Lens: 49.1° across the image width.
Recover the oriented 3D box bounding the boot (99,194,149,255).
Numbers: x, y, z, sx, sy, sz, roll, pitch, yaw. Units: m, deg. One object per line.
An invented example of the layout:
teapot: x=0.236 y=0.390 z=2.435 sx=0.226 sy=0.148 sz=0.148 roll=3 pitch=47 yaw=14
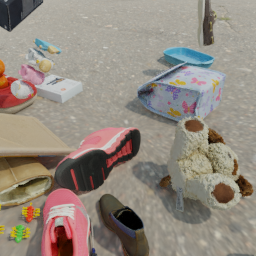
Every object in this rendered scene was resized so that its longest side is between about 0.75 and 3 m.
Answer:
boot: x=-0.100 y=1.698 z=5.500 sx=0.662 sy=0.859 sz=1.773 roll=-17 pitch=37 yaw=-24

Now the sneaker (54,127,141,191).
sneaker: x=-0.868 y=0.696 z=7.164 sx=1.198 sy=1.018 sz=2.762 roll=14 pitch=27 yaw=37

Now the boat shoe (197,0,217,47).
boat shoe: x=3.096 y=-4.195 z=10.929 sx=0.658 sy=2.212 sz=0.795 roll=-7 pitch=47 yaw=7

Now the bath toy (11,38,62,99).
bath toy: x=-2.449 y=-1.467 z=7.431 sx=0.753 sy=1.731 sz=0.640 roll=49 pitch=24 yaw=25

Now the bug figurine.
bug figurine: x=-2.387 y=1.843 z=5.616 sx=1.125 sy=0.289 sz=0.872 roll=15 pitch=39 yaw=-22

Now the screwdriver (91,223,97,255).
screwdriver: x=-0.675 y=2.205 z=5.304 sx=0.137 sy=0.132 sz=0.943 roll=13 pitch=36 yaw=-27

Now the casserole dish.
casserole dish: x=2.878 y=-3.306 z=13.487 sx=1.620 sy=0.519 sz=2.675 roll=-22 pitch=38 yaw=-29

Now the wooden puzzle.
wooden puzzle: x=-2.863 y=0.185 z=7.052 sx=2.523 sy=0.470 sz=2.334 roll=28 pitch=13 yaw=36

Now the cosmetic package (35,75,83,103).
cosmetic package: x=-2.772 y=-1.550 z=10.901 sx=1.604 sy=0.414 sz=1.209 roll=18 pitch=40 yaw=25

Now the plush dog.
plush dog: x=1.842 y=0.922 z=6.486 sx=1.815 sy=1.696 sz=2.113 roll=-3 pitch=60 yaw=-31

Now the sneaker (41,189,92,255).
sneaker: x=-1.096 y=1.836 z=5.055 sx=0.926 sy=1.089 sz=2.511 roll=-11 pitch=34 yaw=-12

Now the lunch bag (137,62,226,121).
lunch bag: x=1.750 y=-1.334 z=9.555 sx=2.409 sy=1.532 sz=2.043 roll=21 pitch=37 yaw=33

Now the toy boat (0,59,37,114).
toy boat: x=-4.582 y=-1.661 z=9.870 sx=2.598 sy=1.698 sz=1.695 roll=17 pitch=37 yaw=24

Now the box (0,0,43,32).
box: x=-2.825 y=-3.108 z=6.268 sx=1.343 sy=0.833 sz=1.321 roll=30 pitch=60 yaw=-2

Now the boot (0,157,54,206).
boot: x=-3.450 y=0.883 z=6.741 sx=2.398 sy=0.906 sz=2.738 roll=-22 pitch=40 yaw=-29

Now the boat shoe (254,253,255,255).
boat shoe: x=3.295 y=2.492 z=4.321 sx=2.519 sy=0.818 sz=0.909 roll=18 pitch=37 yaw=25
